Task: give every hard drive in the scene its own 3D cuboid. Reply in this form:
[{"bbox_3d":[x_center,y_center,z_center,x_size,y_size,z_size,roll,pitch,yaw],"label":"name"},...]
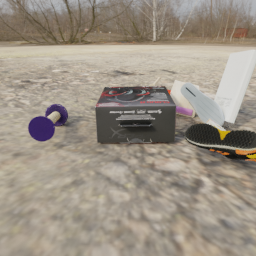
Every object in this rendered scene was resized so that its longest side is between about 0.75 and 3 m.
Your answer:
[{"bbox_3d":[3.265,-1.292,8.780,0.284,2.159,1.423,17,8,-10],"label":"hard drive"}]

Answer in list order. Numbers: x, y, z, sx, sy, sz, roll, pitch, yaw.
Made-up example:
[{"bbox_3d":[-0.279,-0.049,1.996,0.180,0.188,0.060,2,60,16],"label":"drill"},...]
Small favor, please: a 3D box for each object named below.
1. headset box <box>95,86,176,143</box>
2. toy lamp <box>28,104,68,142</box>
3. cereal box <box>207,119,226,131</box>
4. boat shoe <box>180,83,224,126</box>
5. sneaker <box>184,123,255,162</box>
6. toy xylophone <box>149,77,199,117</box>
[{"bbox_3d":[0.218,-0.449,8.218,2.110,1.065,2.839,-1,20,2],"label":"headset box"},{"bbox_3d":[-2.182,-0.244,7.988,0.735,0.735,2.526,-1,12,-2],"label":"toy lamp"},{"bbox_3d":[2.518,0.086,7.700,0.615,0.169,0.855,35,19,-10],"label":"cereal box"},{"bbox_3d":[2.411,-0.727,8.909,0.592,0.687,1.908,24,29,-54],"label":"boat shoe"},{"bbox_3d":[2.109,0.412,6.354,1.741,0.783,0.609,9,53,40],"label":"sneaker"},{"bbox_3d":[1.908,-1.296,10.776,2.055,0.705,2.807,19,23,16],"label":"toy xylophone"}]
